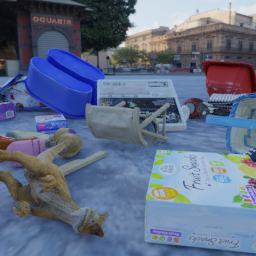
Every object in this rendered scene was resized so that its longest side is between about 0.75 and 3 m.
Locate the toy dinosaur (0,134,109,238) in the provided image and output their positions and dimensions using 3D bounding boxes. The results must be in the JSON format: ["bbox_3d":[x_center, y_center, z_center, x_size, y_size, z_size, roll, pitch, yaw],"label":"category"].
[{"bbox_3d":[-1.207,0.706,3.900,1.565,0.890,2.946,19,9,-29],"label":"toy dinosaur"}]

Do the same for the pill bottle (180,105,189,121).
[{"bbox_3d":[1.526,-0.532,9.412,0.544,0.544,0.961,-11,16,-41],"label":"pill bottle"}]

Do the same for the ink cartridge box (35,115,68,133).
[{"bbox_3d":[-2.278,-0.139,8.284,0.860,0.302,1.440,-5,16,-18],"label":"ink cartridge box"}]

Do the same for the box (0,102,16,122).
[{"bbox_3d":[-5.373,-0.398,8.670,2.050,0.586,2.996,5,14,21],"label":"box"}]

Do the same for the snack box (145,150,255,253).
[{"bbox_3d":[0.970,0.791,3.512,1.389,0.557,1.647,3,13,10],"label":"snack box"}]

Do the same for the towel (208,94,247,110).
[{"bbox_3d":[3.922,-0.985,10.986,1.410,0.729,1.703,5,14,24],"label":"towel"}]

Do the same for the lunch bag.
[{"bbox_3d":[-4.144,-1.567,11.831,2.482,1.537,2.110,-10,14,-11],"label":"lunch bag"}]

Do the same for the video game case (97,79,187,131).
[{"bbox_3d":[0.313,-0.733,8.465,2.460,0.287,2.237,-1,44,-6],"label":"video game case"}]

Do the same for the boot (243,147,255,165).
[{"bbox_3d":[2.136,0.525,4.938,1.004,0.454,0.365,7,15,29],"label":"boot"}]

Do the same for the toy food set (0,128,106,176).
[{"bbox_3d":[-2.047,0.302,5.878,2.976,0.469,1.892,7,15,29],"label":"toy food set"}]

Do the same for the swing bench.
[{"bbox_3d":[0.006,-0.117,6.581,1.442,0.941,1.450,8,13,36],"label":"swing bench"}]

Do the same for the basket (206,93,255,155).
[{"bbox_3d":[2.567,-0.005,5.233,1.700,1.341,1.928,11,7,37],"label":"basket"}]

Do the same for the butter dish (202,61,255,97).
[{"bbox_3d":[4.381,-1.733,12.550,2.299,1.704,2.306,13,-24,35],"label":"butter dish"}]

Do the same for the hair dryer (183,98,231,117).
[{"bbox_3d":[2.823,-0.504,9.656,1.946,0.694,2.555,14,15,-13],"label":"hair dryer"}]

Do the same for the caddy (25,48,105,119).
[{"bbox_3d":[-2.238,-1.503,10.064,2.930,1.538,2.071,31,40,6],"label":"caddy"}]
